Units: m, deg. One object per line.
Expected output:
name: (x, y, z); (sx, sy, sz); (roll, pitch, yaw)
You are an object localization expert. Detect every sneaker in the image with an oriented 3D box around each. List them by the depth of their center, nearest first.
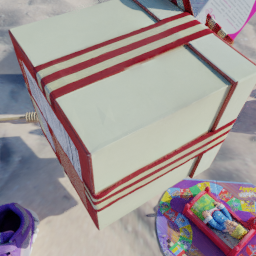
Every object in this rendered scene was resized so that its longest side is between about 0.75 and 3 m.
sneaker: (-2.061, 2.272, 4.794); (0.916, 1.007, 2.277); (-7, 49, -9)

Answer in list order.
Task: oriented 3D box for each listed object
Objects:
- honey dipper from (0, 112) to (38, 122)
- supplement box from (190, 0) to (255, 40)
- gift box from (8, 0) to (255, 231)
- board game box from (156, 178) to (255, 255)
honey dipper: (-3.145, -0.252, 7.645); (1.403, 0.266, 0.266); (-6, 47, -3)
supplement box: (2.372, -3.158, 6.734); (2.352, 1.190, 1.216); (-53, 27, 9)
gift box: (0.016, -0.606, 4.548); (2.793, 2.760, 2.991); (-25, 63, -20)
board game box: (1.921, 1.812, 5.543); (2.669, 0.520, 2.109); (4, 48, 3)
